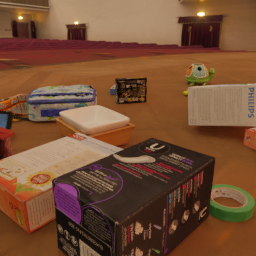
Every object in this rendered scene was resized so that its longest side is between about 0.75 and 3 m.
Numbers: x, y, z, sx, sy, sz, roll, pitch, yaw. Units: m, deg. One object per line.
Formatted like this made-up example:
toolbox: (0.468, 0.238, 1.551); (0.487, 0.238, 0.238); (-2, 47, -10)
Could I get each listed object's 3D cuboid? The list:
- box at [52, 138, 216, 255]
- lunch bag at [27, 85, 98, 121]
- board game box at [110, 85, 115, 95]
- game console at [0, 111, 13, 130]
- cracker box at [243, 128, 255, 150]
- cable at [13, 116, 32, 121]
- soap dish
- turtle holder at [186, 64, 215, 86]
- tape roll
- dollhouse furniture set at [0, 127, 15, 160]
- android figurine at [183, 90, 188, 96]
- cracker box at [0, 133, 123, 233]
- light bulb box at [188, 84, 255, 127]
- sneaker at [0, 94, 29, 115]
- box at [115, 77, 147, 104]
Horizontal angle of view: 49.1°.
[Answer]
box: (0.203, 1.336, 5.137); (1.630, 1.415, 2.667); (18, 27, 41)
lunch bag: (-2.780, -1.094, 12.180); (2.917, 1.202, 2.344); (-2, 23, -5)
board game box: (0.053, -2.292, 16.541); (1.849, 0.403, 1.858); (4, 20, 10)
game console: (-4.845, 0.068, 9.276); (1.654, 0.978, 1.412); (2, 19, 7)
cracker box: (4.993, 0.352, 9.051); (2.022, 0.583, 1.354); (-10, 22, -25)
cable: (-4.466, -0.354, 11.716); (0.876, 0.220, 0.425); (8, 13, -18)
soap dish: (-1.170, -0.018, 9.545); (1.832, 0.946, 2.328); (-14, 25, -34)
turtle holder: (4.823, -3.580, 18.740); (1.858, 1.320, 1.412); (7, 21, 19)
tape roll: (2.173, 1.609, 6.107); (1.064, 0.256, 1.064); (-1, 20, 0)
dollhouse furniture set: (-4.053, 0.595, 7.417); (2.345, 1.262, 0.954); (11, 23, 28)
android figurine: (3.705, -1.956, 15.894); (1.065, 0.240, 1.170); (-3, 19, -8)
cracker box: (-1.661, 1.070, 6.729); (1.924, 0.829, 2.873); (17, 27, 38)
light bulb box: (3.619, -0.898, 10.484); (2.287, 1.427, 2.267); (1, 10, 24)
sneaker: (-5.169, -0.951, 12.237); (0.917, 0.929, 2.374); (4, 17, 40)
box: (0.160, -1.916, 14.259); (1.604, 1.281, 0.396); (-6, 21, -13)
